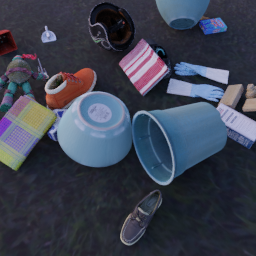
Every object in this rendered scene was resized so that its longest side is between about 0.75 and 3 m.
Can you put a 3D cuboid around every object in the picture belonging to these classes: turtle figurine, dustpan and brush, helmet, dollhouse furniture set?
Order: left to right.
[{"bbox_3d":[-4.681,-2.076,12.118,2.241,1.507,2.994,-8,61,-3],"label":"turtle figurine"},{"bbox_3d":[-4.297,-5.048,14.975,0.726,0.298,1.041,-14,55,-11],"label":"dustpan and brush"},{"bbox_3d":[-0.863,-4.882,13.658,2.209,2.209,2.106,-30,43,-20],"label":"helmet"},{"bbox_3d":[5.064,-0.770,11.776,1.840,1.499,1.750,0,43,45],"label":"dollhouse furniture set"}]

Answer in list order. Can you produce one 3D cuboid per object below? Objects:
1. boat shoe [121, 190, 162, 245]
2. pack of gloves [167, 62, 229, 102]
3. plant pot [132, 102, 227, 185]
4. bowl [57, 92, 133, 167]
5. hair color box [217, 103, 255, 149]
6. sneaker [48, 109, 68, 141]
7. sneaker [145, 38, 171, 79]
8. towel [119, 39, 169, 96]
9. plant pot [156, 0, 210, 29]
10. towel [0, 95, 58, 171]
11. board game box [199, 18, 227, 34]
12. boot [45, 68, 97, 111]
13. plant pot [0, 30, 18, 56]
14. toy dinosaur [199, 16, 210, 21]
[{"bbox_3d":[0.436,2.756,8.942,0.713,0.656,1.995,31,59,21],"label":"boat shoe"},{"bbox_3d":[3.259,-2.264,12.779,2.599,0.513,2.184,13,53,10],"label":"pack of gloves"},{"bbox_3d":[1.854,0.326,9.779,2.530,2.583,2.583,-17,55,-22],"label":"plant pot"},{"bbox_3d":[-1.057,-0.201,10.244,2.910,1.522,2.910,8,54,-12],"label":"bowl"},{"bbox_3d":[4.239,-0.106,11.122,1.888,0.571,0.944,35,61,23],"label":"hair color box"},{"bbox_3d":[-2.759,-0.234,11.247,0.931,0.652,1.613,21,50,20],"label":"sneaker"},{"bbox_3d":[1.438,-3.599,13.427,1.033,1.086,2.739,-16,54,-10],"label":"sneaker"},{"bbox_3d":[0.667,-2.792,12.736,1.679,0.265,2.331,-44,57,18],"label":"towel"},{"bbox_3d":[2.858,-6.404,14.663,2.991,2.991,2.015,2,86,1],"label":"plant pot"},{"bbox_3d":[-4.085,0.090,10.719,1.912,0.303,2.662,28,75,18],"label":"towel"},{"bbox_3d":[4.663,-5.614,15.408,1.234,0.278,0.938,-12,54,-9],"label":"board game box"},{"bbox_3d":[-2.371,-1.908,11.904,1.069,1.527,2.848,27,56,20],"label":"boot"},{"bbox_3d":[-6.350,-4.414,14.142,0.995,0.996,0.878,-29,47,-20],"label":"plant pot"},{"bbox_3d":[3.928,-6.126,15.703,1.415,0.427,0.751,-22,57,-15],"label":"toy dinosaur"}]
